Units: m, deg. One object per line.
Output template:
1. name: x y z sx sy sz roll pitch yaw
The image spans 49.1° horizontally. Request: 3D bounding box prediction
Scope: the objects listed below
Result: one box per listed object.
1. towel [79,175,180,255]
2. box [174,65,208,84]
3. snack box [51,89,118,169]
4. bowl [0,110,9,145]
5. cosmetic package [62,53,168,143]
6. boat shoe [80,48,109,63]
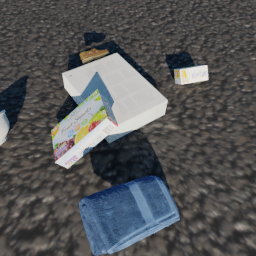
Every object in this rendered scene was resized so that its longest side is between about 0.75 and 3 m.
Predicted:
1. towel: 0.100 1.755 6.005 2.201 0.534 1.229 -9 66 -38
2. box: 2.235 -1.903 9.977 1.038 0.526 0.584 -11 15 -11
3. snack box: -1.240 0.010 7.623 1.891 0.501 1.345 -39 40 14
4. bowl: -3.934 0.245 7.830 1.631 0.733 1.631 -31 17 11
5. cosmetic package: -0.488 -1.122 9.185 2.194 0.752 2.910 -25 56 -25
6. boat shoe: -1.122 -2.523 9.440 1.069 0.384 0.363 -28 98 -33
